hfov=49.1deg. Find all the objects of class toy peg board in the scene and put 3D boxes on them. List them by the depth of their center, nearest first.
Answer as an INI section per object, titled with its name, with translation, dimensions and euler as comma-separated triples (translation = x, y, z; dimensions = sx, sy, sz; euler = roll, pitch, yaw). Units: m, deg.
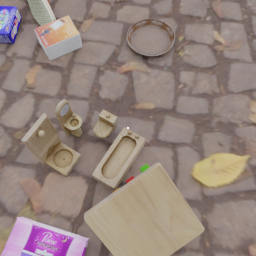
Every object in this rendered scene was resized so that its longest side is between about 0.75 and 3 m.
[toy peg board]
translation = 0.385, 2.275, 7.410
dimensions = 2.243, 1.102, 2.253
euler = -35, 104, -1

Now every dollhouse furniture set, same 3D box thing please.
[dollhouse furniture set]
translation = -1.063, 0.390, 8.026
dimensions = 2.424, 1.975, 2.305
euler = 29, 69, 13

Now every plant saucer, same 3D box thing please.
[plant saucer]
translation = 0.862, -3.401, 10.694
dimensions = 1.816, 0.291, 1.816
euler = 0, 65, -1

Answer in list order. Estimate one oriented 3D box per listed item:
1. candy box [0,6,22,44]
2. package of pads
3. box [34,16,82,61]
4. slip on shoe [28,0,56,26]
[candy box]
translation = -5.129, -3.998, 10.774
dimensions = 1.636, 0.630, 1.383
euler = 5, 67, 1
[package of pads]
translation = -2.181, 3.247, 7.369
dimensions = 2.107, 0.797, 1.270
euler = 15, 66, 7
[box]
translation = -2.564, -3.343, 10.407
dimensions = 1.371, 0.729, 1.044
euler = -28, 70, -13
[slip on shoe]
translation = -3.442, -5.083, 10.961
dimensions = 0.828, 1.002, 2.705
euler = -22, 81, -45
